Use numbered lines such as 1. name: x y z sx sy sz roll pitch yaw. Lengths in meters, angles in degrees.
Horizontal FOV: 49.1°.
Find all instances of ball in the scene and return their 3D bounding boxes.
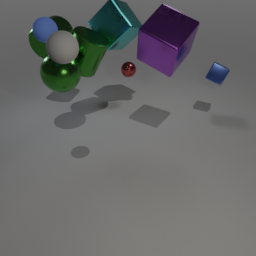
1. ball: -1.423 -1.752 6.092 0.700 0.700 0.700 0 30 0
2. ball: 0.026 -2.652 12.698 0.700 0.700 0.700 0 30 0
3. ball: -2.344 -1.942 9.781 1.400 1.400 1.400 0 30 0
4. ball: -2.345 -2.777 7.933 0.700 0.700 0.700 0 30 0

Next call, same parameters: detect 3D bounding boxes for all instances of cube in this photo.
1. cube: -0.459 -4.174 11.428 1.400 1.400 1.400 -36 -2 29
2. cube: 3.710 -2.269 11.614 0.700 0.700 0.700 29 24 7
3. cube: 1.254 -2.835 9.157 1.400 1.400 1.400 33 68 13

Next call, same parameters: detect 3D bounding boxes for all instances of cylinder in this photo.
1. cylinder: -1.647 -2.912 10.745 1.400 1.400 1.400 23 34 -16
2. cylinder: -3.154 -3.768 11.665 1.400 1.400 1.400 7 40 13
